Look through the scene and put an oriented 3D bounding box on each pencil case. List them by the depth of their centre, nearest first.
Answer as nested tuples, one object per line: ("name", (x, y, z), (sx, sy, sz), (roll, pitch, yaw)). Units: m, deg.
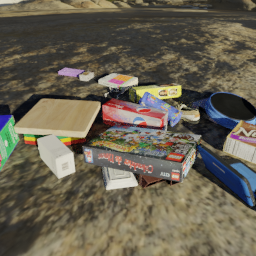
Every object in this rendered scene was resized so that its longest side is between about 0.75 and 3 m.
("pencil case", (1.169, -0.718, 10.539), (1.722, 0.672, 0.748), (32, 30, 12))

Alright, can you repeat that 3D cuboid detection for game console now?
("game console", (2.969, 1.087, 7.449), (1.104, 1.593, 1.866), (-35, 36, -6))

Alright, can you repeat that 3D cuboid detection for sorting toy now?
("sorting toy", (-2.332, -0.163, 9.907), (2.327, 0.815, 2.342), (4, 29, 6))

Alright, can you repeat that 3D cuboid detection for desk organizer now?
("desk organizer", (0.914, 1.360, 7.610), (1.130, 0.405, 0.435), (-13, 32, -22))

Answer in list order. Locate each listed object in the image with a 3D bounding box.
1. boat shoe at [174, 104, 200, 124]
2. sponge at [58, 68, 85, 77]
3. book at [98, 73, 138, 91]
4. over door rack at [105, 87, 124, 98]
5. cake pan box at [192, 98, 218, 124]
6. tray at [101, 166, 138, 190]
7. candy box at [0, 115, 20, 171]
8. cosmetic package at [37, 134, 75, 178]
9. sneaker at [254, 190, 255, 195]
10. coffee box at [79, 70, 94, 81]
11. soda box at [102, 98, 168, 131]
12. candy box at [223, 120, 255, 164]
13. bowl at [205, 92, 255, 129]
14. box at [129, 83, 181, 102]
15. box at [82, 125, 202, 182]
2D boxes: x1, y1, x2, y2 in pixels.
("boat shoe", (2.126, -0.680, 11.117), (1.577, 0.539, 0.589), (21, 35, 33))
("sponge", (-3.187, -3.159, 15.894), (1.342, 0.200, 0.749), (10, 31, 19))
("book", (-0.510, -2.381, 14.344), (1.708, 0.410, 1.141), (21, 38, 33))
("over door rack", (-0.613, -1.713, 13.225), (0.655, 0.295, 0.887), (9, 31, 17))
("cake pan box", (3.643, -0.788, 11.456), (1.602, 0.419, 1.476), (-17, 31, -28))
("tray", (-0.311, 1.144, 8.229), (0.904, 0.187, 1.683), (-5, 30, -10))
("candy box", (-4.834, 0.673, 8.155), (2.355, 1.073, 2.785), (-2, 30, 0))
("cosmetic package", (-2.145, 0.805, 8.296), (0.566, 0.717, 1.333), (-20, 36, -31))
("sneaker", (3.314, 1.862, 6.574), (0.431, 0.395, 1.029), (-19, 50, -12))
("coffee box", (-2.225, -2.833, 15.185), (0.459, 0.324, 0.812), (11, 31, 18))
("soda box", (0.237, -0.390, 10.304), (2.368, 0.829, 0.751), (15, 32, 24))
("candy box", (4.320, 0.617, 8.618), (2.305, 0.651, 1.345), (24, 39, 30))
("bowl", (4.006, -0.713, 10.827), (2.005, 0.394, 2.005), (7, 41, -6))
("box", (1.217, -1.617, 12.652), (2.227, 0.558, 0.838), (-9, 18, -14))
("box", (0.456, 0.605, 8.190), (2.936, 0.553, 2.006), (7, 21, 25))
